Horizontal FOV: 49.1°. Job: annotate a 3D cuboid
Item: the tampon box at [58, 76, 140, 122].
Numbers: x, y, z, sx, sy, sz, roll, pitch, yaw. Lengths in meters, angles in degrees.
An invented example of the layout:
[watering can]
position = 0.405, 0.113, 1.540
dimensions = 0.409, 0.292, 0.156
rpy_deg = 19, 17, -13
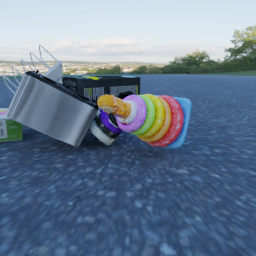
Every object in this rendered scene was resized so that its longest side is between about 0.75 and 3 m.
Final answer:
[tampon box]
position = -1.056, -1.015, 9.686
dimensions = 2.464, 1.555, 1.846
rpy_deg = -10, 16, -38

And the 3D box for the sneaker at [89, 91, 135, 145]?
[sneaker]
position = -0.217, -0.469, 7.575
dimensions = 0.886, 1.267, 2.548
rpy_deg = 40, 14, -11

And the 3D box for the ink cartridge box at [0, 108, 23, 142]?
[ink cartridge box]
position = -3.744, -0.178, 7.973
dimensions = 1.084, 0.619, 2.087
rpy_deg = -5, 16, -29

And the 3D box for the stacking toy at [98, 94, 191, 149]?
[stacking toy]
position = 0.230, -0.280, 5.793
dimensions = 1.264, 1.195, 2.178
rpy_deg = 13, 0, 43

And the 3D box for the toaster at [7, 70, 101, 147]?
[toaster]
position = -1.758, -0.506, 6.655
dimensions = 1.798, 1.180, 1.988
rpy_deg = 26, 0, -24

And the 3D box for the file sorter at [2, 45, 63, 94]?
[file sorter]
position = -2.698, -1.480, 7.990
dimensions = 1.438, 0.895, 0.998
rpy_deg = -47, -2, -20
